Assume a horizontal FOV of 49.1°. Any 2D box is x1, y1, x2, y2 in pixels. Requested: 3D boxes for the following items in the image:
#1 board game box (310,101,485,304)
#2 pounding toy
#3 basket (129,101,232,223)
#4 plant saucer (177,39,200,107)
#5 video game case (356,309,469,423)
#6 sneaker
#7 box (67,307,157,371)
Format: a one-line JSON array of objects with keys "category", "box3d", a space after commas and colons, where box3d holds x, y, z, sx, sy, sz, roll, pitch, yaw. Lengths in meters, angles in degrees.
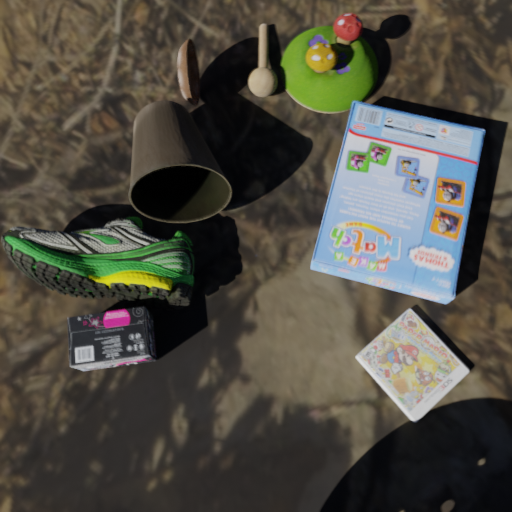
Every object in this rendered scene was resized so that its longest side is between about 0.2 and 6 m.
[{"category": "board game box", "box3d": [2.459, -0.981, 9.701, 2.370, 0.573, 3.133, 15, 73, 6]}, {"category": "pounding toy", "box3d": [1.138, -3.782, 10.396, 2.418, 1.122, 1.866, 7, 71, 2]}, {"category": "basket", "box3d": [-1.428, -1.649, 9.428, 1.670, 1.259, 1.852, 2, 48, -27]}, {"category": "plant saucer", "box3d": [-1.239, -3.331, 10.223, 0.216, 1.182, 1.182, -1, 71, 6]}, {"category": "video game case", "box3d": [2.519, 1.750, 9.051, 1.242, 0.156, 1.365, -39, 75, -12]}, {"category": "sneaker", "box3d": [-2.546, -0.007, 9.232, 3.142, 1.226, 1.339, 11, 64, -6]}, {"category": "box", "box3d": [-2.264, 1.343, 8.900, 1.232, 0.707, 0.814, -8, 73, -1]}]
